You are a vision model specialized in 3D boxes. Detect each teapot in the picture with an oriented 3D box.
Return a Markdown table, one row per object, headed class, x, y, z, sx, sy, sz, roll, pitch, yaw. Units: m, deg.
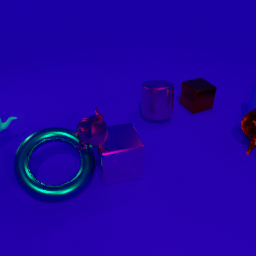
| class | x | y | z | sx | sy | sz | roll | pitch | yaw |
| --- | --- | --- | --- | --- | --- | --- | --- | --- | --- |
| teapot | -0.844 | 0.039 | 6.374 | 0.602 | 1.229 | 0.764 | 5 | 34 | -50 |
| teapot | -3.874 | -0.197 | 7.619 | 1.540 | 0.754 | 0.957 | 8 | 27 | -25 |
| teapot | 3.667 | -0.032 | 7.966 | 1.023 | 1.645 | 0.805 | 16 | 8 | 39 |

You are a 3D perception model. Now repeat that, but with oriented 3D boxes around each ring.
| class | x | y | z | sx | sy | sz | roll | pitch | yaw |
| --- | --- | --- | --- | --- | --- | --- | --- | --- | --- |
| ring | -1.769 | 0.839 | 6.848 | 1.943 | 0.389 | 1.943 | 6 | 59 | -10 |

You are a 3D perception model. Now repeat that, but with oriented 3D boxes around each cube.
| class | x | y | z | sx | sy | sz | roll | pitch | yaw |
| --- | --- | --- | --- | --- | --- | --- | --- | --- | --- |
| cube | -0.251 | 0.646 | 7.139 | 1.055 | 1.055 | 1.055 | -10 | 37 | -13 |
| cube | 2.424 | -1.144 | 9.791 | 0.866 | 0.866 | 0.866 | -15 | 39 | -20 |

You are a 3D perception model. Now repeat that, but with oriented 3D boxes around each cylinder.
| class | x | y | z | sx | sy | sz | roll | pitch | yaw |
| --- | --- | --- | --- | --- | --- | --- | --- | --- | --- |
| cylinder | 0.963 | -0.934 | 9.176 | 1.062 | 1.062 | 1.062 | -1 | 25 | 0 |

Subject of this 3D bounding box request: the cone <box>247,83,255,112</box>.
| class | x | y | z | sx | sy | sz | roll | pitch | yaw |
| --- | --- | --- | --- | --- | --- | --- | --- | --- | --- |
| cone | 4.172 | -0.482 | 8.953 | 1.472 | 1.466 | 1.466 | -42 | 48 | -11 |
